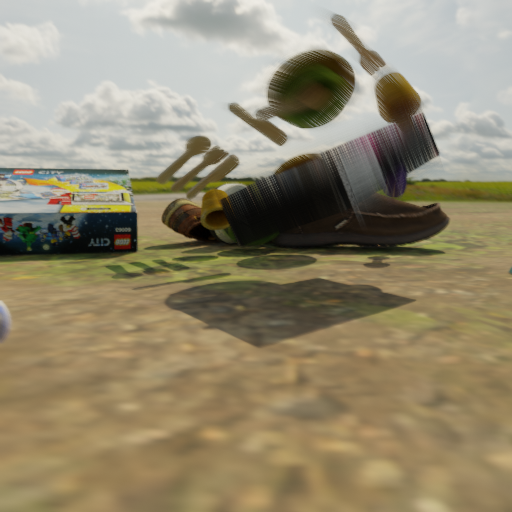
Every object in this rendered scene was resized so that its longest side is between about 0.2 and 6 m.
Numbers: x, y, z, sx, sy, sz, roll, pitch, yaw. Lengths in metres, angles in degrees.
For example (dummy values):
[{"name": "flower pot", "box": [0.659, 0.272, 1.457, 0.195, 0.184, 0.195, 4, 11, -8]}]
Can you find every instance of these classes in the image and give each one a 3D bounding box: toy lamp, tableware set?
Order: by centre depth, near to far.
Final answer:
[{"name": "tableware set", "box": [0.618, -1.553, 8.970, 4.136, 0.635, 2.786, -35, -42, 28]}, {"name": "toy lamp", "box": [2.395, -1.296, 9.655, 0.419, 0.419, 1.438, 2, 19, 17]}]

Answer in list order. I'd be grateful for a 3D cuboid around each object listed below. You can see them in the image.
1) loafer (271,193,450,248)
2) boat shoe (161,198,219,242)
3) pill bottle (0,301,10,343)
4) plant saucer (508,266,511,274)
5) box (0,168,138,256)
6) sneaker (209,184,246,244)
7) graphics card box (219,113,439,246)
[{"name": "loafer", "box": [1.894, -0.802, 10.507, 3.336, 1.184, 1.218, -3, 8, 9]}, {"name": "boat shoe", "box": [-0.932, -0.607, 11.784, 0.790, 0.842, 2.340, 44, 22, 29]}, {"name": "pill bottle", "box": [-1.988, 0.498, 3.656, 0.404, 0.404, 0.711, 1, 7, 10]}, {"name": "plant saucer", "box": [4.703, 0.203, 6.765, 2.890, 0.274, 1.010, 2, 8, 10]}, {"name": "box", "box": [-4.436, -0.901, 10.428, 4.235, 0.798, 2.893, -1, 23, -15]}, {"name": "sneaker", "box": [0.609, -0.915, 11.569, 2.081, 1.441, 3.447, -7, 2, 28]}, {"name": "graphics card box", "box": [0.936, -0.938, 6.605, 1.560, 0.633, 2.487, -17, 10, 44]}]
